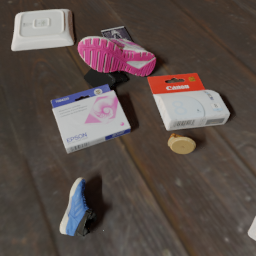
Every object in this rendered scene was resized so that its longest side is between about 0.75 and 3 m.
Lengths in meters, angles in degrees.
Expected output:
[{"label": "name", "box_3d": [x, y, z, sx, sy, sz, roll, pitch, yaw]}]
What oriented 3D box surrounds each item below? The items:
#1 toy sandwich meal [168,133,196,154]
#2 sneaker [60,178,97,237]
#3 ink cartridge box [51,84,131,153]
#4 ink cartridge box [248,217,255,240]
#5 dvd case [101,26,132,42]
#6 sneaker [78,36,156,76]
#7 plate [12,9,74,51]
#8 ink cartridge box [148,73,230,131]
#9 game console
[{"label": "toy sandwich meal", "box_3d": [1.625, 0.470, 8.484, 0.850, 0.850, 0.291, 7, 47, 5]}, {"label": "sneaker", "box_3d": [-1.173, 2.118, 7.516, 0.853, 0.588, 1.533, 7, 58, 12]}, {"label": "ink cartridge box", "box_3d": [-1.309, -0.486, 9.376, 2.171, 0.479, 2.212, -19, 64, -13]}, {"label": "ink cartridge box", "box_3d": [4.719, 2.735, 6.846, 2.863, 0.971, 1.661, 31, 60, 21]}, {"label": "dvd case", "box_3d": [-0.488, -3.962, 12.268, 1.059, 0.114, 1.424, -16, 55, -11]}, {"label": "sneaker", "box_3d": [-0.478, -2.773, 10.592, 2.936, 1.194, 1.295, 9, 30, -24]}, {"label": "plate", "box_3d": [-3.802, -4.532, 12.497, 2.656, 0.429, 2.650, -7, 55, -5]}, {"label": "ink cartridge box", "box_3d": [2.016, -1.167, 9.801, 2.093, 0.618, 2.615, -7, 53, -12]}, {"label": "game console", "box_3d": [-0.853, -1.909, 10.767, 1.120, 0.741, 1.274, -12, 49, -47]}]
